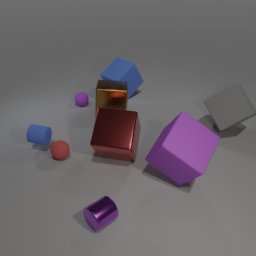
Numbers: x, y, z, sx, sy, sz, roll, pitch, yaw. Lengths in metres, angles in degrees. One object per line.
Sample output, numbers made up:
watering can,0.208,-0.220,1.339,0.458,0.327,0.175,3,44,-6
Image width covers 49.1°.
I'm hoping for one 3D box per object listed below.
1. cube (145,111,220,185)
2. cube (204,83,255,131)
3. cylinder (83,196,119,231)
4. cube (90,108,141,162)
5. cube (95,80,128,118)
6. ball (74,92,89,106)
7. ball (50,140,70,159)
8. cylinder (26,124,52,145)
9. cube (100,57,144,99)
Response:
cube,1.620,0.637,8.463,1.400,1.400,1.400,36,61,-1
cube,4.170,-0.836,11.356,1.400,1.400,1.400,-32,-14,28
cylinder,-0.737,2.320,7.631,0.700,0.700,0.700,-26,39,-37
cube,-0.381,0.259,9.890,1.400,1.400,1.400,6,69,10
cube,-0.752,-1.320,12.885,1.400,1.400,1.400,2,27,-3
ball,-2.309,-1.441,13.938,0.700,0.700,0.700,0,31,0
ball,-2.468,0.790,10.171,0.700,0.700,0.700,0,31,0
cylinder,-3.324,0.252,10.517,0.700,0.700,0.700,10,32,7
cube,-0.303,-2.626,14.765,1.400,1.400,1.400,30,73,40
